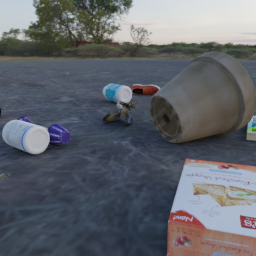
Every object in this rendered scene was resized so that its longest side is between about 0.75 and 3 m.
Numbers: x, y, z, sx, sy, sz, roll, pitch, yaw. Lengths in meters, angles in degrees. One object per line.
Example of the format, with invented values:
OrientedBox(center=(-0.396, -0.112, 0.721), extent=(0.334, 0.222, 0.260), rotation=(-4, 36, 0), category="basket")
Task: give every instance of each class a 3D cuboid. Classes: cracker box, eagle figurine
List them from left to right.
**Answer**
OrientedBox(center=(-0.227, -0.461, 9.143), extent=(0.878, 0.873, 1.157), rotation=(-39, 19, 48), category="eagle figurine")
OrientedBox(center=(1.347, 1.085, 3.928), extent=(1.307, 0.563, 1.951), rotation=(5, 18, 16), category="cracker box")

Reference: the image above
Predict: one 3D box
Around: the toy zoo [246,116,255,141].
OrientedBox(center=(4.289, -0.011, 8.163), extent=(1.492, 0.233, 2.275), rotation=(7, 19, 24), category="toy zoo")

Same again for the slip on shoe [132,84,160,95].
OrientedBox(center=(0.901, -1.882, 14.095), extent=(1.526, 0.565, 0.467), rotation=(8, 47, 14), category="slip on shoe")

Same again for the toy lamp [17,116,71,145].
OrientedBox(center=(-2.249, 0.073, 7.400), extent=(1.937, 0.564, 0.564), rotation=(13, 21, 39), category="toy lamp")

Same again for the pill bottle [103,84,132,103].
OrientedBox(center=(-0.527, -1.527, 12.289), extent=(0.776, 0.776, 1.401), rotation=(-13, 21, -37), category="pill bottle")

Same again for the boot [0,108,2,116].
OrientedBox(center=(-5.073, -0.533, 9.648), extent=(0.957, 0.432, 1.168), rotation=(13, 19, 29), category="boot")

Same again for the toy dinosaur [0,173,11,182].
OrientedBox(center=(-2.569, 1.189, 3.506), extent=(1.241, 0.668, 2.816), rotation=(13, 15, -9), category="toy dinosaur")

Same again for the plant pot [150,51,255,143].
OrientedBox(center=(1.751, -0.602, 7.357), extent=(1.988, 2.292, 2.292), rotation=(-26, 27, -23), category="plant pot")

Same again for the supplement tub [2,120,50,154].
OrientedBox(center=(-2.441, 0.201, 6.700), extent=(1.030, 0.680, 0.680), rotation=(12, 21, 38), category="supplement tub")
